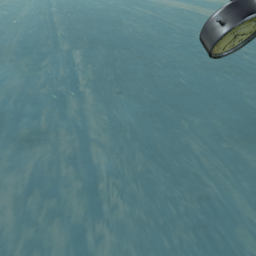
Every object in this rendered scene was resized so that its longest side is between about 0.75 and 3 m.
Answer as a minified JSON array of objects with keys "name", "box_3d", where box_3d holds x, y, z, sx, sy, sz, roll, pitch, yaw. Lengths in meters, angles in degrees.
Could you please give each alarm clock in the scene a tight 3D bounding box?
[{"name":"alarm clock","box_3d":[1.379,-1.284,3.803,0.845,1.253,0.417,-26,72,-1]}]
